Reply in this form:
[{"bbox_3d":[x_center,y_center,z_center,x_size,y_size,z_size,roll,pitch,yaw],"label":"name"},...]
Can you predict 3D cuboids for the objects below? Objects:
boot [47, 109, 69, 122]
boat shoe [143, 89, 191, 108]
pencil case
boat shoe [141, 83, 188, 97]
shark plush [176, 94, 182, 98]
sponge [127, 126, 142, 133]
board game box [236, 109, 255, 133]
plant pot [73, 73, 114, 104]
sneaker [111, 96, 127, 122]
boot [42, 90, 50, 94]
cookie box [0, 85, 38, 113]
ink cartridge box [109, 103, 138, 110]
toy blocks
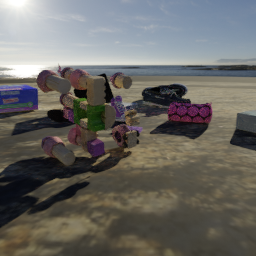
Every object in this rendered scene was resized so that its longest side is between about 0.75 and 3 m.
[{"bbox_3d":[-2.497,-0.623,11.538,1.383,0.503,1.469,-1,13,-3],"label":"boot"},{"bbox_3d":[1.995,-1.568,14.633,1.091,0.901,2.914,-12,18,-43],"label":"boat shoe"},{"bbox_3d":[2.409,-0.637,10.928,1.710,0.801,0.776,3,11,16],"label":"pencil case"},{"bbox_3d":[2.213,-2.206,17.203,2.805,1.006,0.951,2,13,18],"label":"boat shoe"},{"bbox_3d":[2.552,-1.720,16.167,1.677,0.762,0.699,-17,-10,-39],"label":"shark plush"},{"bbox_3d":[0.016,0.047,9.481,0.874,0.130,0.487,3,14,14],"label":"sponge"},{"bbox_3d":[4.954,-0.253,9.681,1.965,0.632,1.450,-10,17,-32],"label":"board game box"},{"bbox_3d":[-1.790,-1.690,13.866,1.477,1.481,1.314,-7,20,40],"label":"plant pot"},{"bbox_3d":[-0.338,-0.799,11.300,0.609,0.958,1.680,-5,15,-27],"label":"sneaker"},{"bbox_3d":[-2.721,-1.496,9.809,0.785,0.421,0.295,-41,3,-33],"label":"boot"},{"bbox_3d":[-6.022,-1.508,13.956,2.471,1.086,2.889,-7,15,-29],"label":"cookie box"},{"bbox_3d":[-0.357,-1.071,13.925,1.263,0.256,1.260,8,16,33],"label":"ink cartridge box"},{"bbox_3d":[-1.187,-0.496,7.272,2.347,2.194,1.976,-14,24,-36],"label":"toy blocks"}]
